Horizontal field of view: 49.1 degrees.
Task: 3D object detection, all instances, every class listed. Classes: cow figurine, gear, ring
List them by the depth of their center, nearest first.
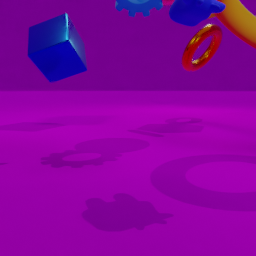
[{"bbox_3d":[0.674,-1.595,2.910,0.540,0.983,0.968,5,25,-26],"label":"cow figurine"},{"bbox_3d":[1.953,-1.652,4.006,2.066,0.413,2.066,37,8,-6],"label":"ring"},{"bbox_3d":[0.195,-2.594,5.076,1.166,0.216,1.166,1,-35,1],"label":"gear"},{"bbox_3d":[2.600,-2.771,9.832,1.810,1.810,0.362,-9,48,-48],"label":"ring"}]

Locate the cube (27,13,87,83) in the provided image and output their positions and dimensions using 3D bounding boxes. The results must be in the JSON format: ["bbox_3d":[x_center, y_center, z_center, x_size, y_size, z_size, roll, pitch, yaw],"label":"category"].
[{"bbox_3d":[-2.084,-2.352,8.368,1.265,1.265,1.265,-17,-33,9],"label":"cube"}]

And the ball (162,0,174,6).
[{"bbox_3d":[0.831,-3.429,6.175,1.351,1.351,1.351,0,8,0],"label":"ball"}]

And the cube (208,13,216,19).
[{"bbox_3d":[2.414,-4.168,8.517,1.188,1.188,1.188,-19,46,-11],"label":"cube"}]
